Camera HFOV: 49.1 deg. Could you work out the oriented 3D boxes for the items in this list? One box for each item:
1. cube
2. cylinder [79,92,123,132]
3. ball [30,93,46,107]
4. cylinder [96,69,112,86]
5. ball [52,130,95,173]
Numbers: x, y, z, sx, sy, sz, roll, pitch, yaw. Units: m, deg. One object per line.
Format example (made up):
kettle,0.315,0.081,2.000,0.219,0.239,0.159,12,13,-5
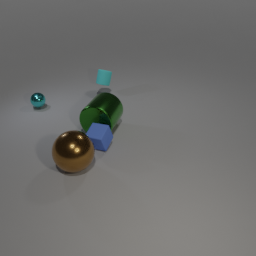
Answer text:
cube,-1.061,0.326,10.374,0.700,0.700,0.700,9,53,23
cylinder,-1.061,-0.551,11.417,1.400,1.400,1.400,9,33,15
ball,-4.243,-1.322,13.206,0.700,0.700,0.700,0,31,0
cylinder,-1.213,-2.548,14.134,0.700,0.700,0.700,12,14,-3
ball,-1.807,0.772,9.280,1.400,1.400,1.400,0,31,0
